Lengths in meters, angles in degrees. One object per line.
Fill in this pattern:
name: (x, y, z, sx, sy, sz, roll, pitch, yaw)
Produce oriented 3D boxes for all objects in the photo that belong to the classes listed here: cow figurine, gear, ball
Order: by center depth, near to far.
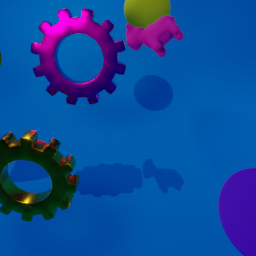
gear: (-1.764, 0.888, 5.007, 1.719, 1.719, 0.318, 2, 24, 1)
cow figurine: (0.487, -1.961, 5.776, 1.062, 0.583, 1.045, -41, 64, 17)
gear: (-1.019, -1.477, 5.946, 1.949, 1.949, 0.361, -2, 19, -1)
ball: (0.545, -3.369, 7.952, 1.322, 1.322, 1.322, 0, 63, 0)

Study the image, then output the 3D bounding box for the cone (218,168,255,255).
cone: (1.704, 1.409, 4.069, 1.265, 1.270, 1.265, 3, 59, -5)

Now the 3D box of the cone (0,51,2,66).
cone: (-3.407, -1.881, 6.432, 1.258, 1.258, 1.263, -7, 31, -4)
